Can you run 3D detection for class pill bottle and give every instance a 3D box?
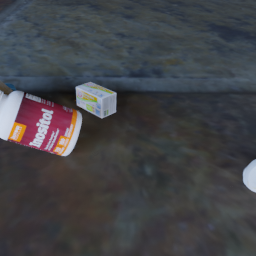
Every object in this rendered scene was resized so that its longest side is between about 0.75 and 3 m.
[{"bbox_3d":[-2.188,-0.151,6.382,2.030,1.147,1.147,19,33,-23],"label":"pill bottle"}]

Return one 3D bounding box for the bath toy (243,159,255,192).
[{"bbox_3d":[3.534,1.213,5.586,2.337,1.016,0.864,12,6,23],"label":"bath toy"}]

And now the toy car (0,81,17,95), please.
[{"bbox_3d":[-3.895,-0.506,7.653,1.674,1.480,1.543,-35,53,1],"label":"toy car"}]

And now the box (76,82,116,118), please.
[{"bbox_3d":[-0.947,-0.844,8.214,1.143,0.643,0.580,27,38,34],"label":"box"}]
